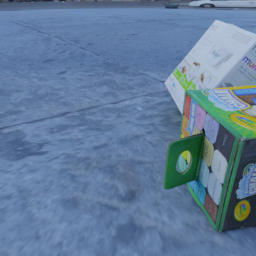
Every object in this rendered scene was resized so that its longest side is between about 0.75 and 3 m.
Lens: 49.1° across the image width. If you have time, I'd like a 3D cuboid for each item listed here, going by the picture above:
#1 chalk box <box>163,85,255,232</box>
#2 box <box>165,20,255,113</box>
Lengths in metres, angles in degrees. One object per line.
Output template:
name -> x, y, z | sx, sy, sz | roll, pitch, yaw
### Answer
chalk box -> 1.928, 0.399, 4.761 | 2.867, 1.790, 1.777 | -4, 29, -11
box -> 2.324, -1.345, 7.260 | 1.284, 2.344, 2.656 | 33, 20, -19
